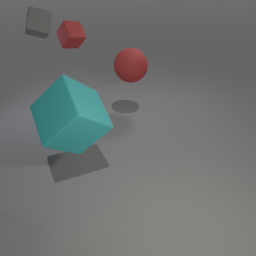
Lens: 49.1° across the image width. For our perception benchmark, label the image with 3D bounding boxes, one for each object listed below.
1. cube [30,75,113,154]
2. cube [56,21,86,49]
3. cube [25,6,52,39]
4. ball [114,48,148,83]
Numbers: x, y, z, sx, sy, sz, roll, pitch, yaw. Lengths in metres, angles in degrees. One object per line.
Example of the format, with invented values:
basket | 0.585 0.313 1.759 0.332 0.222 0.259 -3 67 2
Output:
cube | -1.532 -0.308 7.629 1.400 1.400 1.400 21 36 -54
cube | -2.051 -3.351 10.090 0.700 0.700 0.700 -16 -11 -41
cube | -2.847 -3.320 8.870 0.700 0.700 0.700 7 1 -24
ball | 0.117 -2.579 11.559 1.400 1.400 1.400 0 30 0
